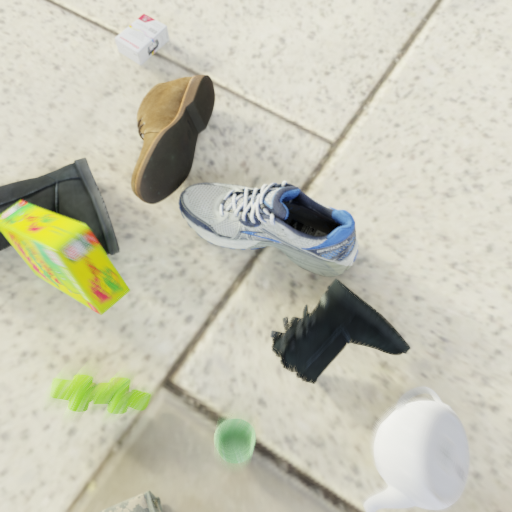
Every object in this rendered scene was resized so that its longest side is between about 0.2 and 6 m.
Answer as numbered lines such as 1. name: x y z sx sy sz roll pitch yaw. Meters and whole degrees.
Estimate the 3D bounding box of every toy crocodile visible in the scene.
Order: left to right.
1. toy crocodile: -2.611 2.299 9.385 1.658 0.512 0.560 4 87 2

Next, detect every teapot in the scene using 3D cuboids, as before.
1. teapot: 2.445 3.044 8.803 1.700 1.242 1.678 -2 83 -43

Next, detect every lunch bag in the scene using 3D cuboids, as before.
1. lunch bag: -1.875 4.613 8.116 1.487 1.066 1.813 -20 61 -10

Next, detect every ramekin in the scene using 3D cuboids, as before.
1. ramekin: -0.338 3.022 9.097 0.671 0.328 0.671 -1 47 1

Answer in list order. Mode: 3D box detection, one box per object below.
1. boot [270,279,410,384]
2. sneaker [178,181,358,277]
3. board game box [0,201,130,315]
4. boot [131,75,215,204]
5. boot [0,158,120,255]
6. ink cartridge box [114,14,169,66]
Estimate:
1. boot: 1.411 1.517 9.601 2.057 0.761 1.685 38 100 -22
2. sneaker: 0.246 -0.858 10.539 3.605 1.535 1.389 15 65 8
3. board game box: -3.358 -0.036 9.497 2.695 1.369 0.642 17 53 46
4. boot: -1.978 -2.444 11.653 1.282 1.250 3.396 7 56 18
5. boot: -4.320 -0.498 10.626 2.960 0.972 2.440 -21 54 -15
6. ink cartridge box: -2.688 -5.120 13.235 0.777 0.451 1.053 35 71 16
